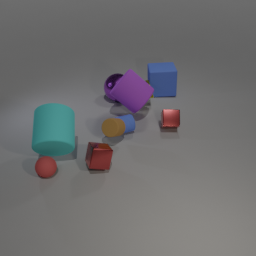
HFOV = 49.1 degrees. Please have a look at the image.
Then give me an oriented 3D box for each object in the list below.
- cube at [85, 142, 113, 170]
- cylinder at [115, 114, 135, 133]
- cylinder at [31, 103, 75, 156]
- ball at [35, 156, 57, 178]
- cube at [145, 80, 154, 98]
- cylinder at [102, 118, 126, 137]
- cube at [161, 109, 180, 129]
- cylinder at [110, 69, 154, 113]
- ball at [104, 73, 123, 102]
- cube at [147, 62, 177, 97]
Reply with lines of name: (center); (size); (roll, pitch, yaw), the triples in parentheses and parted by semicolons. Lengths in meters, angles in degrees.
cube: (-0.982, 0.927, 9.390); (0.700, 0.700, 0.700); (7, 13, -23)
cylinder: (-0.150, -0.153, 11.480); (0.700, 0.700, 0.700); (-13, 34, -20)
cylinder: (-2.549, 0.082, 9.663); (1.400, 1.400, 1.400); (-3, 64, -5)
ball: (-2.706, 1.281, 9.237); (0.700, 0.700, 0.700); (0, 31, 0)
cube: (0.782, -1.803, 13.468); (0.700, 0.700, 0.700); (-16, 28, 6)
cylinder: (-0.539, -0.020, 10.577); (0.700, 0.700, 0.700); (14, 7, 21)
cube: (1.763, -0.364, 11.681); (0.700, 0.700, 0.700); (0, -8, 0)
cylinder: (0.173, -1.596, 12.189); (1.400, 1.400, 1.400); (39, 32, -10)
ball: (-0.512, -2.025, 14.016); (1.400, 1.400, 1.400); (0, 31, 0)
cube: (1.784, -2.574, 14.842); (1.400, 1.400, 1.400); (-3, 31, 1)
